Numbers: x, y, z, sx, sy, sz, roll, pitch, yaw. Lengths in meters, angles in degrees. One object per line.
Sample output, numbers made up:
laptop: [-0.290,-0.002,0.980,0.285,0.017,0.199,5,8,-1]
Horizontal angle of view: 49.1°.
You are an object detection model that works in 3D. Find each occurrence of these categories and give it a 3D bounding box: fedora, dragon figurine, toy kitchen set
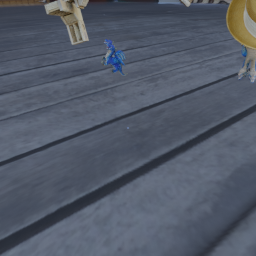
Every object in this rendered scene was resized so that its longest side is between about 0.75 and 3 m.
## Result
fedora: [2.956,-2.536,5.404,2.218,0.905,2.218,-11,60,19]
dragon figurine: [2.961,-1.950,6.550,0.525,0.887,1.783,14,73,21]
toy kitchen set: [-1.597,-3.280,8.572,1.079,1.193,1.322,-10,14,18]
dragon figurine: [-0.265,-1.727,7.160,0.602,1.210,0.356,-25,45,33]

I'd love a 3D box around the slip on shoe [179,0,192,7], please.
slip on shoe: [1.204,-3.337,6.723,1.086,0.329,0.413,21,29,-38]
